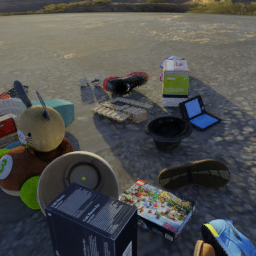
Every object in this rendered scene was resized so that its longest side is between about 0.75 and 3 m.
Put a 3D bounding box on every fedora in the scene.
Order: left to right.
[{"bbox_3d":[1.407,0.277,9.837,1.782,0.814,1.782,0,29,0],"label":"fedora"}]

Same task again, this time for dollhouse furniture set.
[{"bbox_3d":[-4.329,0.360,8.568,1.889,1.878,2.680,22,36,35],"label":"dollhouse furniture set"}]

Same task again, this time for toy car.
[{"bbox_3d":[-2.620,0.231,7.741,2.377,2.894,2.283,25,36,38],"label":"toy car"}]

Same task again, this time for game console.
[{"bbox_3d":[2.986,-0.654,11.553,1.485,1.306,0.864,-23,8,-36],"label":"game console"}]

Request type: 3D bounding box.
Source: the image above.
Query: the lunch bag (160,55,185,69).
[{"bbox_3d":[2.831,-4.067,17.882,1.260,0.780,1.071,-33,40,-25],"label":"lunch bag"}]

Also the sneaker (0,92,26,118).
[{"bbox_3d":[-5.147,-1.118,12.257,2.461,0.955,1.379,2,30,4],"label":"sneaker"}]

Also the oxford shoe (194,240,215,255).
[{"bbox_3d":[1.526,3.023,4.627,0.866,0.867,2.431,-13,35,16],"label":"oxford shoe"}]

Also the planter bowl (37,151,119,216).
[{"bbox_3d":[-1.144,1.412,6.982,1.871,1.871,1.259,-1,7,-2],"label":"planter bowl"}]

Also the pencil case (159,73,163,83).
[{"bbox_3d":[2.512,-2.896,15.851,1.440,0.623,0.596,-12,26,-25],"label":"pencil case"}]

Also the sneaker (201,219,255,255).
[{"bbox_3d":[2.335,2.680,5.502,0.892,0.750,2.274,-8,29,-12],"label":"sneaker"}]

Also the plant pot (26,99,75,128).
[{"bbox_3d":[-2.941,-0.519,11.043,1.139,1.138,1.611,22,31,34],"label":"plant pot"}]

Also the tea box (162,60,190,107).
[{"bbox_3d":[2.252,-2.159,13.313,1.189,1.751,1.780,3,28,6],"label":"tea box"}]

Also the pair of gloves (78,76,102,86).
[{"bbox_3d":[-2.155,-2.609,15.743,1.323,0.232,1.125,-6,33,-7],"label":"pair of gloves"}]

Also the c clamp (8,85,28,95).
[{"bbox_3d":[-5.706,-2.005,14.746,1.038,0.165,1.215,3,30,16],"label":"c clamp"}]

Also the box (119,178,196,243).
[{"bbox_3d":[0.674,2.019,7.159,1.751,0.330,1.196,18,33,30],"label":"box"}]

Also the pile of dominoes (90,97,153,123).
[{"bbox_3d":[-0.328,-0.735,12.409,2.000,0.408,2.566,-24,28,-35],"label":"pile of dominoes"}]

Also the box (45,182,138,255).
[{"bbox_3d":[-0.665,2.155,5.497,1.526,1.676,0.873,15,32,25],"label":"box"}]

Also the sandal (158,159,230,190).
[{"bbox_3d":[1.895,1.351,8.133,2.085,0.852,0.569,-8,7,-1],"label":"sandal"}]

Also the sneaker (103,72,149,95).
[{"bbox_3d":[0.050,-2.262,14.405,2.539,0.897,1.240,-14,31,-20],"label":"sneaker"}]
